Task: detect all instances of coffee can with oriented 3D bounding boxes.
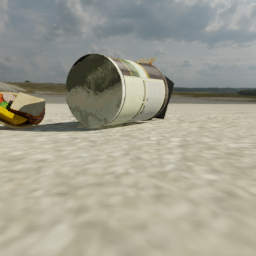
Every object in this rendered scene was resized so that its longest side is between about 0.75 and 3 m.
[{"bbox_3d":[-0.236,-1.125,8.734,2.033,2.033,2.778,4,7,32],"label":"coffee can"}]

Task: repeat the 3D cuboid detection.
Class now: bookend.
[{"bbox_3d":[0.857,-1.232,11.218,1.554,1.564,0.720,9,-12,44],"label":"bookend"}]

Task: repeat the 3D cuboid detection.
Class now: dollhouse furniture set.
[{"bbox_3d":[0.464,-1.900,13.545,1.330,2.582,2.554,-31,27,-33],"label":"dollhouse furniture set"}]

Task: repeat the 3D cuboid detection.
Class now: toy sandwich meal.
[{"bbox_3d":[-3.123,-0.609,7.869,1.619,0.554,1.619,23,35,-17],"label":"toy sandwich meal"}]
